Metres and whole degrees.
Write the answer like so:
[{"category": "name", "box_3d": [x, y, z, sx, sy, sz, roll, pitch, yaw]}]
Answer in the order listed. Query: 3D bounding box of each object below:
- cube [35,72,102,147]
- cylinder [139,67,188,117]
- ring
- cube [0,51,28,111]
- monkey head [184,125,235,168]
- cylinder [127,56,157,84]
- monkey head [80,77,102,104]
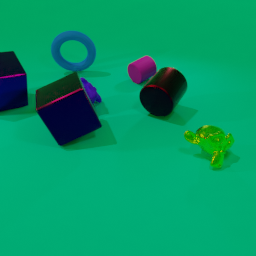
[{"category": "cube", "box_3d": [-1.552, -0.510, 7.278, 1.216, 1.216, 1.216, -25, 35, -2]}, {"category": "cylinder", "box_3d": [1.052, -1.068, 8.266, 1.088, 1.088, 1.088, 19, 48, 26]}, {"category": "ring", "box_3d": [-2.077, -2.917, 10.747, 1.715, 1.715, 0.343, -2, 47, -3]}, {"category": "cube", "box_3d": [-3.916, -1.415, 8.586, 1.282, 1.282, 1.282, -17, 54, -30]}, {"category": "monkey head", "box_3d": [1.997, 0.423, 6.689, 1.353, 0.973, 0.815, 12, -1, -29]}, {"category": "cylinder", "box_3d": [0.522, -2.160, 10.381, 0.798, 0.798, 0.798, -33, 45, -26]}, {"category": "monkey head", "box_3d": [-1.400, -0.907, 8.717, 1.685, 1.212, 1.016, 39, 88, 29]}]
